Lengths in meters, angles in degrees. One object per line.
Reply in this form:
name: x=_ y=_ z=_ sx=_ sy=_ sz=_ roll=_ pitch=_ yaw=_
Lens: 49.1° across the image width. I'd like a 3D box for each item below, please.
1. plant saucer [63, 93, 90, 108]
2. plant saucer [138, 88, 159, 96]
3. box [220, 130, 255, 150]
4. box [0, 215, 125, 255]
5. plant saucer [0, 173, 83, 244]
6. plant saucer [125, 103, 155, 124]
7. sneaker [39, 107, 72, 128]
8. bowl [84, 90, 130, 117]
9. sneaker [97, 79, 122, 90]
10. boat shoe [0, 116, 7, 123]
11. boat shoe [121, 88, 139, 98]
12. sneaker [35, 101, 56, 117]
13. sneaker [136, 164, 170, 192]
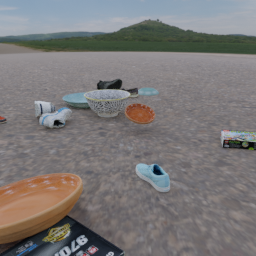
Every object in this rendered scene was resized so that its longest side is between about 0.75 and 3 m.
plant saucer: x=-2.308 y=-1.442 z=14.857 sx=2.260 sy=0.435 sz=2.260 roll=-1 pitch=20 yaw=0
plant saucer: x=1.228 y=-2.324 z=17.570 sx=1.454 sy=0.280 sz=1.454 roll=-1 pitch=19 yaw=0
box: x=4.230 y=0.431 z=9.768 sx=1.851 sy=0.321 sz=1.019 roll=4 pitch=20 yaw=12
box: x=-1.246 y=2.283 z=4.385 sx=1.545 sy=0.447 sz=1.944 roll=16 pitch=25 yaw=38
plant saucer: x=-2.110 y=1.580 z=5.658 sx=2.492 sy=0.466 sz=2.492 roll=-12 pitch=10 yaw=2
plant saucer: x=0.454 y=-0.524 z=10.716 sx=1.170 sy=0.189 sz=1.170 roll=7 pitch=42 yaw=-6
sneaker: x=-2.837 y=-0.332 z=11.705 sx=0.758 sy=0.656 sz=1.750 roll=27 pitch=30 yaw=19
bowl: x=-0.949 y=-1.095 z=13.037 sx=2.126 sy=0.998 sz=2.126 roll=-1 pitch=19 yaw=0
sneaker: x=-1.244 y=-2.810 z=18.161 sx=1.169 sy=0.780 sz=2.040 roll=19 pitch=32 yaw=28
boat shoe: x=-5.810 y=-0.459 z=12.194 sx=1.198 sy=0.375 sz=0.426 roll=9 pitch=20 yaw=20
boat shoe: x=-0.204 y=-2.063 z=16.399 sx=1.719 sy=0.557 sz=0.618 roll=-5 pitch=20 yaw=-14
sneaker: x=-3.732 y=-0.863 z=12.448 sx=0.763 sy=0.725 sz=1.897 roll=-10 pitch=14 yaw=-23
sneaker: x=0.671 y=1.143 z=7.431 sx=0.502 sy=0.556 sz=1.357 roll=-11 pitch=23 yaw=-32
